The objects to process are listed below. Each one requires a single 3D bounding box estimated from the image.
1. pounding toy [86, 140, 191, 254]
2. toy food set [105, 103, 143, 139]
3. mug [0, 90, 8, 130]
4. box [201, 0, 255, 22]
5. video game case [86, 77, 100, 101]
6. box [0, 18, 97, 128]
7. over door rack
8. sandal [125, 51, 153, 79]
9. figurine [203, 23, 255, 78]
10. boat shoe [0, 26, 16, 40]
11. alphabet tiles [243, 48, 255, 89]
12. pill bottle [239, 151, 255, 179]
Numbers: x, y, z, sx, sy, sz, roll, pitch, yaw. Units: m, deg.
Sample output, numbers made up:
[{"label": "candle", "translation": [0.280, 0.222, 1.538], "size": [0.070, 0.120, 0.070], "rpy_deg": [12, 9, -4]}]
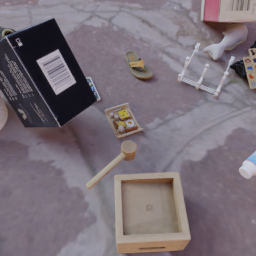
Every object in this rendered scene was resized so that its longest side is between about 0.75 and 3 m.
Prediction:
[{"label": "pounding toy", "translation": [0.144, 1.831, 7.694], "size": [2.471, 1.287, 2.813], "rpy_deg": [-3, 54, -2]}, {"label": "toy food set", "translation": [-0.158, -0.281, 9.765], "size": [0.932, 0.392, 1.299], "rpy_deg": [-19, 56, -13]}, {"label": "mug", "translation": [-5.152, -1.264, 9.201], "size": [2.068, 2.456, 2.802], "rpy_deg": [26, 58, 18]}, {"label": "box", "translation": [4.328, -5.345, 12.113], "size": [1.649, 1.405, 2.579], "rpy_deg": [-2, 22, -1]}, {"label": "video game case", "translation": [-1.782, -1.366, 10.705], "size": [1.129, 0.145, 1.241], "rpy_deg": [-18, 55, -12]}, {"label": "box", "translation": [-2.667, -1.458, 8.271], "size": [2.612, 2.569, 1.534], "rpy_deg": [0, 33, 49]}, {"label": "over door rack", "translation": [3.109, -2.419, 10.974], "size": [1.683, 0.759, 2.278], "rpy_deg": [26, 60, 11]}, {"label": "sandal", "translation": [0.384, -2.635, 11.395], "size": [0.728, 0.490, 1.814], "rpy_deg": [-20, 57, -14]}, {"label": "figurine", "translation": [4.536, -3.192, 11.596], "size": [2.207, 0.974, 2.262], "rpy_deg": [-39, 62, -20]}, {"label": "boat shoe", "translation": [-5.087, -3.886, 12.073], "size": [0.917, 0.844, 2.568], "rpy_deg": [-38, 63, -24]}, {"label": "alphabet tiles", "translation": [5.292, -2.196, 10.804], "size": [1.581, 0.060, 1.900], "rpy_deg": [-8, 82, -9]}, {"label": "pill bottle", "translation": [3.136, 0.896, 6.934], "size": [0.776, 0.422, 0.422], "rpy_deg": [-35, 61, -17]}]
